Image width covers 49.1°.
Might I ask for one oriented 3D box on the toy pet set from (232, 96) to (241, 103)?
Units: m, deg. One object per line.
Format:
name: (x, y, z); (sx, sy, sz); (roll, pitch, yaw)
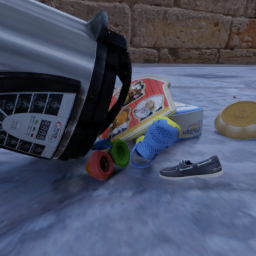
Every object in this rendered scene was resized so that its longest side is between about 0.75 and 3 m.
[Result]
toy pet set: (3.315, -0.481, 8.051); (0.758, 0.403, 0.708); (24, 21, -31)

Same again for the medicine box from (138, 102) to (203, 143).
medicine box: (0.856, -0.178, 6.729); (1.271, 0.718, 1.396); (-12, 20, -37)

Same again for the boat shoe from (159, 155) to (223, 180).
boat shoe: (0.803, 0.509, 3.713); (0.866, 0.272, 0.315); (-9, 6, 33)

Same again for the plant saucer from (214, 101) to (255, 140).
plant saucer: (2.794, -0.275, 6.793); (1.390, 0.246, 1.390); (-15, 36, 12)

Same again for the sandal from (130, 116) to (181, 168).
sandal: (0.409, 0.296, 4.634); (0.530, 1.333, 0.580); (35, 56, 2)

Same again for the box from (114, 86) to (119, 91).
box: (-0.759, -1.160, 9.797); (1.482, 0.369, 1.169); (-6, 21, -16)

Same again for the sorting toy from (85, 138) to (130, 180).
sorting toy: (-0.399, 0.492, 4.698); (0.408, 0.597, 0.994); (-17, 6, 34)

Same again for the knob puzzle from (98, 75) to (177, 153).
knob puzzle: (0.009, -0.524, 5.785); (2.063, 0.286, 2.063); (-25, 39, 22)

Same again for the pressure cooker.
pressure cooker: (-1.335, -0.747, 4.587); (2.736, 2.444, 2.407); (16, -10, -24)
